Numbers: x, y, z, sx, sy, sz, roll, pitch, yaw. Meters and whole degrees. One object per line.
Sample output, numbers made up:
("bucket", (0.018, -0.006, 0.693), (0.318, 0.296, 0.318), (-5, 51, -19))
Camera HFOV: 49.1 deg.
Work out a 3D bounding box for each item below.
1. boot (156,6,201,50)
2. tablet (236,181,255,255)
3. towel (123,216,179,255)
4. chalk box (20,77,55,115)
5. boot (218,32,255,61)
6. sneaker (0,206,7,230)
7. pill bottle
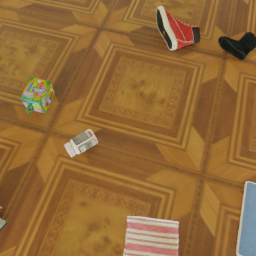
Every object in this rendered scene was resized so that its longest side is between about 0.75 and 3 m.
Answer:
("boot", (2.370, -4.758, 12.952), (1.696, 0.851, 2.351), (-17, 71, -10))
("tablet", (4.456, 3.090, 9.033), (1.637, 0.172, 2.516), (16, 62, 9))
("towel", (0.701, 3.916, 8.485), (1.714, 0.350, 2.342), (5, 62, 2))
("chalk box", (-3.568, -1.157, 10.967), (0.837, 0.843, 1.351), (13, 63, 8))
("boot", (4.984, -3.871, 12.566), (1.515, 0.578, 1.273), (41, 72, 12))
("sneaker", (-4.636, 2.516, 9.090), (0.819, 0.763, 2.065), (-29, 71, -25))
("pill bottle", (-1.702, 0.558, 10.153), (1.088, 0.620, 0.620), (-30, 66, -15))
